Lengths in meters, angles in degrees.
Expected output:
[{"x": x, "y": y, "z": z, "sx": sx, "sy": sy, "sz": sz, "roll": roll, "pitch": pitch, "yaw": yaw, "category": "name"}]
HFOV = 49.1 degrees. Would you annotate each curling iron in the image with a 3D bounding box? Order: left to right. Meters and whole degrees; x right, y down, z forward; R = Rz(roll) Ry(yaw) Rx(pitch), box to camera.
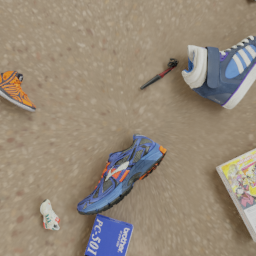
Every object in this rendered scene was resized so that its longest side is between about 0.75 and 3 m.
[{"x": 0.961, "y": -1.672, "z": 8.696, "sx": 1.480, "sy": 0.189, "sz": 0.367, "roll": -39, "pitch": 119, "yaw": -3, "category": "curling iron"}]

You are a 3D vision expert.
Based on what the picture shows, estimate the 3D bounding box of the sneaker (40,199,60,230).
[{"x": -2.086, "y": 2.393, "z": 7.680, "sx": 0.478, "sy": 0.360, "sz": 1.023, "roll": 10, "pitch": 118, "yaw": 17, "category": "sneaker"}]

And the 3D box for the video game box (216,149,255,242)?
[{"x": 4.167, "y": 1.617, "z": 7.893, "sx": 2.538, "sy": 0.594, "sz": 2.312, "roll": -24, "pitch": 81, "yaw": -2, "category": "video game box"}]

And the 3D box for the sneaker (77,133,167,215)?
[{"x": -0.285, "y": 1.308, "z": 7.869, "sx": 2.933, "sy": 1.105, "sz": 1.150, "roll": -40, "pitch": 72, "yaw": -14, "category": "sneaker"}]

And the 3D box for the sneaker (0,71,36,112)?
[{"x": -3.307, "y": -1.186, "z": 8.418, "sx": 1.592, "sy": 0.617, "sz": 0.892, "roll": 31, "pitch": 83, "yaw": 5, "category": "sneaker"}]

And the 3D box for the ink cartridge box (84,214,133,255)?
[{"x": -0.689, "y": 3.651, "z": 7.616, "sx": 1.083, "sy": 0.509, "sz": 2.303, "roll": 17, "pitch": 80, "yaw": 2, "category": "ink cartridge box"}]

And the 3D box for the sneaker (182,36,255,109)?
[{"x": 2.883, "y": -2.208, "z": 8.305, "sx": 2.114, "sy": 1.163, "sz": 2.887, "roll": 33, "pitch": 87, "yaw": 1, "category": "sneaker"}]
